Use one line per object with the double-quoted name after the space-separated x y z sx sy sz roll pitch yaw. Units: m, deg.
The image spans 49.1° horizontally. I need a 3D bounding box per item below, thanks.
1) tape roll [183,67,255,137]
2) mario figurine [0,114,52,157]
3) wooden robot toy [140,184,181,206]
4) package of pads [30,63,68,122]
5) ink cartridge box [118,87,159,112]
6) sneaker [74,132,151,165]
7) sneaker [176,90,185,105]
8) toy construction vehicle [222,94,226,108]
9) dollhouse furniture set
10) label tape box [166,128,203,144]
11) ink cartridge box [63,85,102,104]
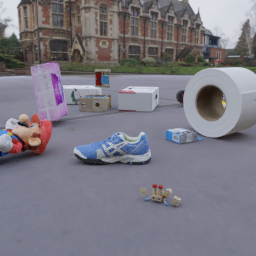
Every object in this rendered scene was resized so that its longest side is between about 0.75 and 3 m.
3.466 -0.964 10.181 1.670 2.432 2.432 -10 17 -38 "tape roll"
-3.340 0.156 7.698 2.594 1.375 1.601 -21 58 -38 "mario figurine"
0.662 1.284 5.537 0.815 0.359 0.370 7 5 23 "wooden robot toy"
-3.285 -1.496 11.799 0.910 2.406 1.450 -7 12 5 "package of pads"
0.665 -1.694 15.952 1.862 1.081 2.581 3 14 14 "ink cartridge box"
-0.423 0.514 7.613 2.084 0.803 0.789 -2 16 -3 "sneaker"
3.784 -1.788 17.132 2.750 1.013 1.193 -3 2 -36 "sneaker"
4.978 -1.148 14.428 2.952 1.040 2.570 -15 31 -38 "toy construction vehicle"
-1.778 -2.053 15.213 1.492 2.129 1.501 2 14 7 "dollhouse furniture set"
1.953 0.233 9.691 1.068 0.353 0.765 -10 17 -29 "label tape box"
-2.974 -2.127 17.783 2.459 1.037 1.796 0 14 1 "ink cartridge box"
